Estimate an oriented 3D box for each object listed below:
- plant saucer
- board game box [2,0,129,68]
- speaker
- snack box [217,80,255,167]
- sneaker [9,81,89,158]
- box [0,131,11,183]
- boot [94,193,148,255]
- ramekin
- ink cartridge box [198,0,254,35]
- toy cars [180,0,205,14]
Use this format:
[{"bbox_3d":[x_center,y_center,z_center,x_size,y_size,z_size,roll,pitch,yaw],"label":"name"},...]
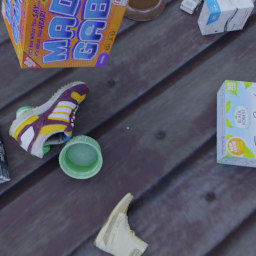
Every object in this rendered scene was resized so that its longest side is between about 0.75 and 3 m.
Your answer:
[{"bbox_3d":[0.446,-4.541,9.637,1.783,0.307,1.783,1,77,-3],"label":"plant saucer"},{"bbox_3d":[-1.518,-2.832,6.326,2.069,2.067,2.068,-9,58,-32],"label":"board game box"},{"bbox_3d":[-2.655,0.077,7.821,0.602,0.602,1.361,-24,71,-9],"label":"speaker"},{"bbox_3d":[3.876,-0.045,7.700,2.666,0.902,2.248,5,70,3],"label":"snack box"},{"bbox_3d":[-1.784,-0.242,7.575,1.181,0.982,2.622,42,56,7],"label":"sneaker"},{"bbox_3d":[-4.555,0.892,7.504,2.346,0.584,1.850,-20,70,-7],"label":"box"},{"bbox_3d":[0.024,2.500,6.911,1.170,0.548,1.505,30,73,11],"label":"boot"},{"bbox_3d":[-1.209,0.730,7.336,1.093,0.534,1.093,-1,113,-3],"label":"ramekin"},{"bbox_3d":[3.280,-3.674,9.027,1.762,1.022,0.598,-11,69,-4],"label":"ink cartridge box"},{"bbox_3d":[2.911,-4.651,9.667,2.369,0.525,1.062,-13,69,-5],"label":"toy cars"}]
